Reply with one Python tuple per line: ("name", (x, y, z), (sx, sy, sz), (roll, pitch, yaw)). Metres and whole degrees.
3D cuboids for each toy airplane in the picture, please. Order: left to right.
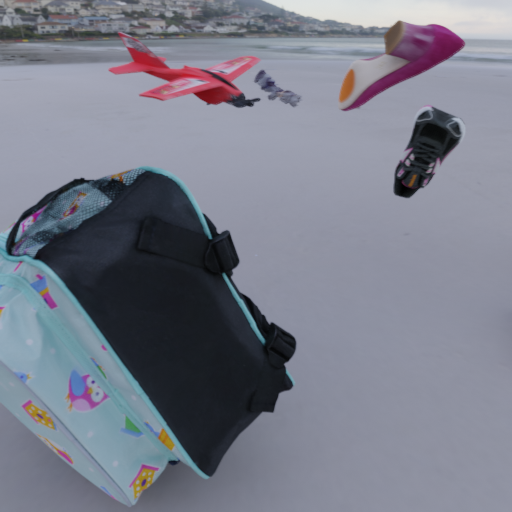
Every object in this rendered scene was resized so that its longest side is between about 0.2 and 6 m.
("toy airplane", (-1.280, -3.059, 9.519), (2.919, 0.537, 2.919), (8, 39, -7))

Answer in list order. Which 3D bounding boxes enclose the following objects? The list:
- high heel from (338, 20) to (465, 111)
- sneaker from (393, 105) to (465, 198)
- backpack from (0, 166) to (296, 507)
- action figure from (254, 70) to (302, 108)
("high heel", (2.922, -3.867, 11.924), (1.476, 1.036, 3.077), (7, -21, -17))
("sneaker", (2.880, -1.632, 9.599), (0.876, 2.180, 0.941), (24, 73, 13))
("backpack", (-1.644, 0.729, 6.227), (2.630, 3.016, 3.431), (-40, 27, -16))
("action figure", (0.579, -4.137, 14.205), (0.926, 0.494, 1.424), (3, 36, -52))
